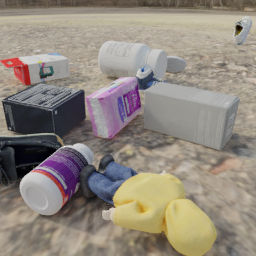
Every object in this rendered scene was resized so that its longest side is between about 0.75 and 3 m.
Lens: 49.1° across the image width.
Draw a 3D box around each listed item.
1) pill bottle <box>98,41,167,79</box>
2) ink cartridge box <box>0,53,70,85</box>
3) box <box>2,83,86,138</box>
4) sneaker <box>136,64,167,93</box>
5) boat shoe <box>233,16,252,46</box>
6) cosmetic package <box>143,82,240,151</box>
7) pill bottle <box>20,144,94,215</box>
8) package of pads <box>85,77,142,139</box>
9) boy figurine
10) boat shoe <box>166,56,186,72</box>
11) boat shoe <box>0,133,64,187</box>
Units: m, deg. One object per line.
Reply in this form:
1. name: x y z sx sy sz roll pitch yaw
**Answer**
1. pill bottle: 0.242 -3.089 13.030 2.921 1.670 1.670 14 30 26
2. ink cartridge box: -4.385 -2.821 13.297 2.807 0.944 1.631 -17 32 -30
3. box: -2.508 -0.550 8.683 1.775 1.103 1.789 11 29 20
4. sneaker: 1.062 -2.137 11.749 1.562 1.143 0.629 -12 30 -23
5. boat shoe: 3.164 -2.861 7.894 0.402 0.464 1.088 -3 54 50
6. cosmetic package: 1.757 -0.429 8.229 2.508 1.340 1.131 21 35 31
7. pill bottle: -1.386 0.980 5.900 0.924 0.924 1.643 11 29 21
8. package of pads: -0.372 -0.690 8.739 0.816 1.300 2.157 4 26 28
9. boy figurine: 0.398 1.339 5.270 2.747 0.885 1.708 21 34 33
10. boat shoe: 1.911 -3.425 14.611 2.282 0.822 0.809 6 32 16
11. boat shoe: -2.783 0.727 6.297 2.865 1.069 0.892 -9 22 -28
